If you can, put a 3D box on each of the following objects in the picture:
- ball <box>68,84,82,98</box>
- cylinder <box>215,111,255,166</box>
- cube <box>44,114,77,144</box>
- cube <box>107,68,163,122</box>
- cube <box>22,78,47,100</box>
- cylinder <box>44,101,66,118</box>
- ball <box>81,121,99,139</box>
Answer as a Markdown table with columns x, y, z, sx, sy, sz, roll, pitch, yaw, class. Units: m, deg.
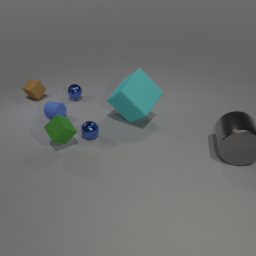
| x | y | z | sx | sy | sz | roll | pitch | yaw | class |
| --- | --- | --- | --- | --- | --- | --- | --- | --- | --- |
| -2.589 | -1.793 | 13.641 | 0.700 | 0.700 | 0.700 | 0 | 31 | 0 | ball |
| 3.783 | 0.337 | 9.664 | 1.400 | 1.400 | 1.400 | 5 | 31 | 9 | cylinder |
| -2.384 | 0.054 | 9.931 | 0.700 | 0.700 | 0.700 | 52 | 11 | 26 | cube |
| 0.275 | -1.293 | 11.457 | 1.400 | 1.400 | 1.400 | -54 | 16 | -26 | cube |
| -4.606 | -1.919 | 13.765 | 0.700 | 0.700 | 0.700 | 16 | 63 | 35 | cube |
| -3.163 | -0.779 | 12.162 | 0.700 | 0.700 | 0.700 | 10 | 32 | 26 | cylinder |
| -1.467 | 0.074 | 10.800 | 0.700 | 0.700 | 0.700 | 0 | 31 | 0 | ball |
